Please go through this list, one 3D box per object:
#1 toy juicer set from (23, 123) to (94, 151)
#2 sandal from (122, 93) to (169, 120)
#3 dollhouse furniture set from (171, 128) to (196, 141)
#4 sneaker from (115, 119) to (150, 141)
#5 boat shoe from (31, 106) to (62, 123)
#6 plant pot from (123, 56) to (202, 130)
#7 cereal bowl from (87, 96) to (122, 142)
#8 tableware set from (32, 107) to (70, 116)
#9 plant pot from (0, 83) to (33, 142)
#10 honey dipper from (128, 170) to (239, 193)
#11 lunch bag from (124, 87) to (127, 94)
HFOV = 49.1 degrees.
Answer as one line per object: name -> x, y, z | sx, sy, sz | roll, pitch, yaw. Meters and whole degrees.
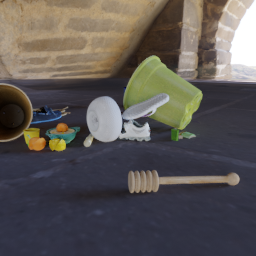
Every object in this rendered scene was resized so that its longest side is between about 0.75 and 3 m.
toy juicer set -> -2.126, 0.229, 9.268 | 2.499, 0.680, 1.590 | -4, 14, -20
sandal -> 0.703, -0.669, 10.269 | 1.853, 0.455, 0.754 | -25, 34, -1
dollhouse furniture set -> 1.971, 0.163, 10.149 | 1.048, 0.405, 0.524 | -12, 18, -41
sneaker -> -0.054, 0.030, 9.950 | 1.696, 0.751, 0.628 | 0, 19, 8
boat shoe -> -3.896, -0.670, 13.121 | 0.822, 0.670, 1.953 | 8, 15, 32
plant pot -> 1.573, -1.239, 11.569 | 2.459, 2.675, 2.675 | 32, 25, 20
cereal bowl -> -0.927, -0.269, 9.443 | 0.646, 1.551, 1.551 | -11, 17, -40
tableware set -> -4.221, -0.895, 14.654 | 2.056, 0.412, 1.359 | 3, 13, 12
plant pot -> -4.466, -0.497, 10.416 | 1.964, 1.964, 2.107 | -3, -1, -13
honey dipper -> 1.246, 1.122, 6.077 | 2.473, 0.470, 0.470 | 0, 13, -11
lunch bag -> 0.185, -2.034, 17.585 | 0.864, 1.305, 0.887 | 0, 10, -6
